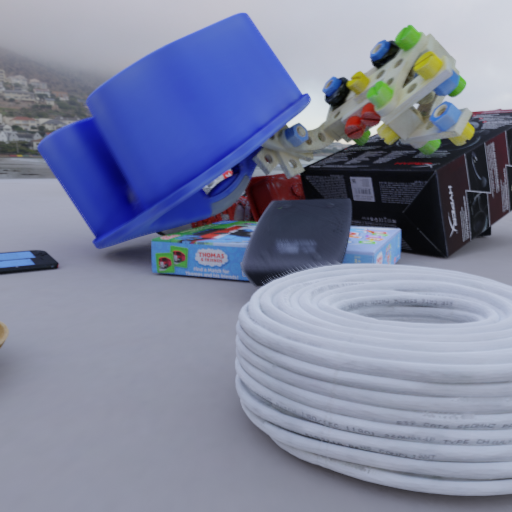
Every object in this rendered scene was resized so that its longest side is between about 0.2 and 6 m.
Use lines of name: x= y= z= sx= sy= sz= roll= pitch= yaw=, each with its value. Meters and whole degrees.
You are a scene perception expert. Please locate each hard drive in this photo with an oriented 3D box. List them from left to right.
hard drive: x=0.498 y=-0.167 z=6.154 sx=1.069 sy=0.336 sz=1.585 roll=0 pitch=30 yaw=15

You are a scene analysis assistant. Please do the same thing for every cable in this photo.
cable: x=0.905 y=0.562 z=3.310 sx=2.049 sy=0.709 sz=2.049 roll=-9 pitch=13 yaw=-43

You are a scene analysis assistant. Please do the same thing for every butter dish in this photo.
butter dish: x=0.578 y=-1.088 z=10.547 sx=1.289 sy=1.286 sz=0.953 roll=-10 pitch=-14 yaw=-34

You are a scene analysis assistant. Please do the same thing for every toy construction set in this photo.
toy construction set: x=1.741 y=-2.298 z=9.120 sx=3.679 sy=2.412 sz=1.695 roll=-12 pitch=-42 yaw=39

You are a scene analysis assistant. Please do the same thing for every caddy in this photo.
caddy: x=-1.057 y=-1.846 z=9.085 sx=3.285 sy=2.439 sz=4.647 roll=-20 pitch=19 yaw=43

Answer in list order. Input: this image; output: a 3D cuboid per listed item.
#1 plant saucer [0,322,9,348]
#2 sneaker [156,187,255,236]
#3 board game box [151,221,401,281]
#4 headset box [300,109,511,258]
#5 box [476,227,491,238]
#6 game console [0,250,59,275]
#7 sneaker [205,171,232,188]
plant saucer: x=-2.504 y=0.718 z=3.647 sx=1.661 sy=0.294 sz=1.661 roll=0 pitch=10 yaw=0
sneaker: x=-0.582 y=-0.885 z=11.061 sx=1.512 sy=0.942 sz=2.820 roll=12 pitch=17 yaw=38
board game box: x=0.372 y=-0.081 z=7.608 sx=2.846 sy=0.521 sz=2.153 roll=5 pitch=11 yaw=21
headset box: x=3.206 y=-1.530 z=10.177 sx=3.875 sy=1.496 sz=2.884 roll=-28 pitch=24 yaw=-34
box: x=3.733 y=-0.613 z=10.796 sx=1.263 sy=0.498 sz=0.891 roll=-6 pitch=9 yaw=-24
game console: x=-3.371 y=0.091 z=7.706 sx=1.085 sy=0.168 sz=0.960 roll=-7 pitch=12 yaw=-32
sneaker: x=-0.591 y=-1.420 z=13.409 sx=0.903 sy=1.199 sz=2.565 roll=-7 pitch=12 yaw=-36
